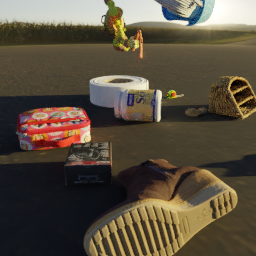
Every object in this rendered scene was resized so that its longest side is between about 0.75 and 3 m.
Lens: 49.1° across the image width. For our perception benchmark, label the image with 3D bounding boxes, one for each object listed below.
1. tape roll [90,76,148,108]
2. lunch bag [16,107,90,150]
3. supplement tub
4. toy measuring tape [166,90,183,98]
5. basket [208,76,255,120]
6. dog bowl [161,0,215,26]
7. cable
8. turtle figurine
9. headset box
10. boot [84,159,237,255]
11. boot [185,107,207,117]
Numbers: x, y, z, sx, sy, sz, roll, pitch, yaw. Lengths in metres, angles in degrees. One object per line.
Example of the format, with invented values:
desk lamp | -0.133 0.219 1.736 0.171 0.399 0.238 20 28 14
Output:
tape roll | -0.359 -1.522 11.324 2.378 0.832 2.378 0 19 0
lunch bag | -1.919 0.046 7.314 1.831 0.750 1.613 -7 26 -17
supplement tub | 0.335 -0.721 8.873 1.400 1.018 1.018 3 20 8
toy measuring tape | 2.005 -1.470 11.933 0.909 0.335 0.335 -12 23 -29
basket | 3.774 -1.160 9.772 1.276 1.222 1.712 16 26 40
dog bowl | 2.086 -4.392 9.855 0.607 1.365 2.450 -9 31 -27
cable | 1.235 -3.757 7.986 1.530 0.530 1.530 12 36 -24
turtle figurine | -0.323 -3.230 9.054 0.923 2.865 2.310 -26 -3 0
headset box | -0.779 0.725 5.751 0.902 0.468 1.212 -2 21 -4
boot | 0.226 1.152 4.509 2.414 0.874 2.008 -11 11 -25
boot | 2.249 -0.575 9.699 0.804 0.291 0.669 -6 9 -13
